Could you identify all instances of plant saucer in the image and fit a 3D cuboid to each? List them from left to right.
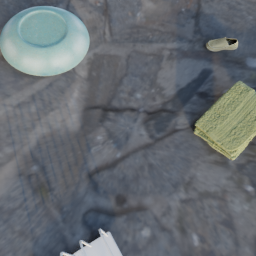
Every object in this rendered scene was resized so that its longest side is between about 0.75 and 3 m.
[{"bbox_3d":[-2.512,-2.820,8.416,2.691,0.518,2.691,3,67,-6],"label":"plant saucer"}]

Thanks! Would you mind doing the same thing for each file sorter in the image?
[{"bbox_3d":[-0.936,2.987,5.404,1.812,1.128,1.257,-31,62,-8],"label":"file sorter"}]

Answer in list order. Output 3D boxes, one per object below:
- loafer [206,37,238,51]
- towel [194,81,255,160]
[{"bbox_3d":[2.890,-2.593,8.560,0.993,0.339,0.376,-5,65,-3],"label":"loafer"},{"bbox_3d":[2.729,-0.226,7.174,1.851,0.338,1.373,-48,64,0],"label":"towel"}]
